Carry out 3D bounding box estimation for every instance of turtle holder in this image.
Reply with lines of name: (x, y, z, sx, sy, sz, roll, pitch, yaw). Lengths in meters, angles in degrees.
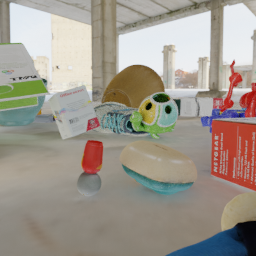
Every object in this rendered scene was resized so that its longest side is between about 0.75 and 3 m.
turtle holder: (0.488, -0.298, 5.433, 1.003, 0.713, 0.762, -1, 43, -9)

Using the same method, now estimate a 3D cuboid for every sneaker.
sneaker: (-0.120, -0.190, 6.261, 1.916, 0.744, 0.827, 1, 10, 10)

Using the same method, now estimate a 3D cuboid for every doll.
doll: (0.599, 0.568, 0.722, 1.276, 0.453, 1.870, 3, 7, 5)

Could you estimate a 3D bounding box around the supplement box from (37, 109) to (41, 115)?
supplement box: (-4.598, -0.909, 11.568, 1.400, 0.930, 1.381, 4, 7, 29)

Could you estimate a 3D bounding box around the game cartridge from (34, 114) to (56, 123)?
game cartridge: (-2.739, -0.355, 9.861, 0.877, 0.274, 1.318, 7, 9, 21)

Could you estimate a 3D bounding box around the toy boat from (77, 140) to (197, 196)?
toy boat: (0.051, 0.391, 2.624, 1.047, 0.487, 0.880, 6, 8, -24)

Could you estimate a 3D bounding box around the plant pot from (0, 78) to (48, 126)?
plant pot: (-3.413, -0.822, 8.447, 1.918, 1.285, 1.918, 5, 20, -2)

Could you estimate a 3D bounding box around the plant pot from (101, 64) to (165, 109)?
plant pot: (0.025, -1.026, 9.373, 2.001, 2.001, 2.147, 2, 18, 20)

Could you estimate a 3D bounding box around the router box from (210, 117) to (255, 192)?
router box: (2.527, 0.269, 2.479, 2.621, 0.640, 2.353, -3, 7, -25)

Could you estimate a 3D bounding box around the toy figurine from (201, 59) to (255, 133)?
toy figurine: (2.230, -0.299, 4.930, 2.599, 1.371, 1.557, -2, 1, -21)

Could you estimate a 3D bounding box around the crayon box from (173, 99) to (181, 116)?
crayon box: (0.563, -0.911, 12.209, 1.896, 0.758, 2.986, -4, 7, -37)

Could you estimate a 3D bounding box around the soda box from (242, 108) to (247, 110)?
soda box: (5.223, -0.810, 12.105, 0.583, 0.616, 1.816, 3, 7, 22)

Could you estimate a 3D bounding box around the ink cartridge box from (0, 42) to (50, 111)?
ink cartridge box: (-3.021, -0.770, 5.849, 2.206, 1.131, 2.985, -11, 37, -25)

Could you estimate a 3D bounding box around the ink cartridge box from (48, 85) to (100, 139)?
ink cartridge box: (-1.046, -0.296, 5.379, 0.621, 0.855, 0.618, -21, 4, -30)

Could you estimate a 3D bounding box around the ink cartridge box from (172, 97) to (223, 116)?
ink cartridge box: (3.057, -0.977, 12.625, 1.973, 0.818, 1.448, 0, 7, -4)
